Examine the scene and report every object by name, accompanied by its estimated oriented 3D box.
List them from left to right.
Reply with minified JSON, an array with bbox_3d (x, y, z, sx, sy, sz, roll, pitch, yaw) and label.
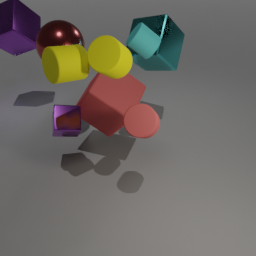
[{"bbox_3d":[-4.378,-3.850,10.831,1.400,1.400,1.400,-11,-15,23],"label":"cube"},{"bbox_3d":[-1.972,-2.422,8.213,1.400,1.400,1.400,0,29,0],"label":"ball"},{"bbox_3d":[-1.228,-1.269,5.546,0.700,0.700,0.700,-19,34,-38],"label":"cylinder"},{"bbox_3d":[-1.661,-0.178,7.555,0.700,0.700,0.700,1,-16,-18],"label":"cube"},{"bbox_3d":[-0.559,-0.848,8.327,1.400,1.400,1.400,34,55,-14],"label":"cube"},{"bbox_3d":[-0.340,-1.364,5.475,0.700,0.700,0.700,10,3,17],"label":"cylinder"},{"bbox_3d":[0.306,-0.131,5.974,0.700,0.700,0.700,6,-2,11],"label":"cylinder"},{"bbox_3d":[0.420,-2.363,7.625,0.700,0.700,0.700,32,21,-21],"label":"cylinder"},{"bbox_3d":[0.943,-2.903,9.781,1.400,1.400,1.400,9,-7,38],"label":"cube"}]
